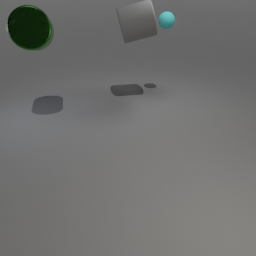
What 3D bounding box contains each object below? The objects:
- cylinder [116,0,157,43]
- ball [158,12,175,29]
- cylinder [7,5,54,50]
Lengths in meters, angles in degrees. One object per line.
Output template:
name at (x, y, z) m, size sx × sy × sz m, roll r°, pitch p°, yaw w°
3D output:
cylinder at (0.365, -4.322, 11.405) m, size 1.400 × 1.400 × 1.400 m, roll -13°, pitch 29°, yaw 4°
ball at (1.647, -4.588, 11.948) m, size 0.700 × 0.700 × 0.700 m, roll 0°, pitch 29°, yaw 0°
cylinder at (-3.337, -3.426, 9.749) m, size 1.400 × 1.400 × 1.400 m, roll -6°, pitch 16°, yaw -10°
